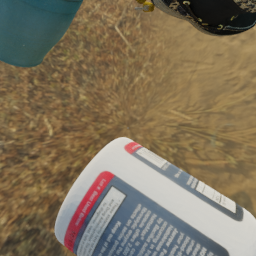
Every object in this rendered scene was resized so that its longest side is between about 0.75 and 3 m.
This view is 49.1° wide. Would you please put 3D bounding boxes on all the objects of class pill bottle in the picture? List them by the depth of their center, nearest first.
[{"bbox_3d":[0.600,1.381,3.306,2.584,1.545,1.545,31,68,15],"label":"pill bottle"}]

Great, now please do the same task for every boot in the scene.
[{"bbox_3d":[2.090,-2.329,5.134,2.908,2.197,1.050,3,104,-33],"label":"boot"}]

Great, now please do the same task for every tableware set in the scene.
[{"bbox_3d":[0.433,-3.343,6.054,0.241,1.571,1.059,22,31,37],"label":"tableware set"}]

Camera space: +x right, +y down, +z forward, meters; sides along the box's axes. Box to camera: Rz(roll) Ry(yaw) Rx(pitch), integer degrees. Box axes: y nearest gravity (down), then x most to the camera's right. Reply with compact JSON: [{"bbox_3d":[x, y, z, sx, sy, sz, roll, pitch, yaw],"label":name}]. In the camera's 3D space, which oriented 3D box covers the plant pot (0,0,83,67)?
[{"bbox_3d":[-2.016,-2.265,5.458,1.904,1.789,1.904,23,37,-18],"label":"plant pot"}]
